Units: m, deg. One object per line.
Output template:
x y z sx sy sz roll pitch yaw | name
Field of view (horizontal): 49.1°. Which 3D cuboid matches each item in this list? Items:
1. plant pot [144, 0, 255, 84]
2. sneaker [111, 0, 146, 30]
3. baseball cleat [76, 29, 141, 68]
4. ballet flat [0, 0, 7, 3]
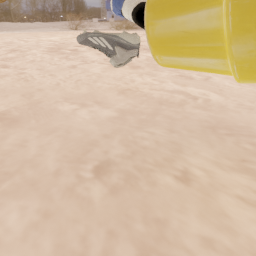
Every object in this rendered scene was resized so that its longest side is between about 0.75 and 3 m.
1.461 -1.790 4.571 2.036 2.164 2.164 3 22 30 | plant pot
0.742 -2.449 6.232 2.074 0.838 1.198 -5 43 -32 | sneaker
-0.246 -0.889 3.146 0.777 0.413 0.271 5 2 22 | baseball cleat
-3.104 -3.086 5.606 0.672 0.630 1.857 -14 -9 28 | ballet flat
